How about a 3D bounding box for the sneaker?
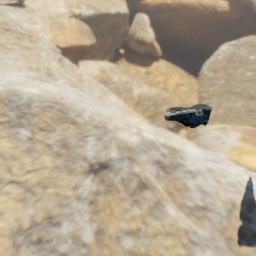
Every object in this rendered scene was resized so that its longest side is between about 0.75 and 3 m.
[{"bbox_3d":[1.210,-0.196,5.504,1.167,0.463,0.440,-8,20,-29],"label":"sneaker"}]
